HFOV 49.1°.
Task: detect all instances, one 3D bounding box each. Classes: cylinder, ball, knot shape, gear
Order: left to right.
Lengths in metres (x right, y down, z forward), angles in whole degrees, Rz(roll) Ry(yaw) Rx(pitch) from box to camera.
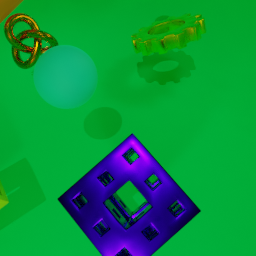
[{"bbox_3d":[-2.797,-2.891,5.667,1.203,1.203,1.203,19,60,14],"label":"cylinder"},{"bbox_3d":[-2.187,-1.801,6.118,1.139,1.066,0.526,30,25,-21],"label":"knot shape"},{"bbox_3d":[-1.049,-0.858,4.770,1.064,1.064,1.064,0,51,0],"label":"ball"},{"bbox_3d":[1.051,-2.508,7.439,1.933,0.358,1.933,-15,32,9],"label":"gear"}]

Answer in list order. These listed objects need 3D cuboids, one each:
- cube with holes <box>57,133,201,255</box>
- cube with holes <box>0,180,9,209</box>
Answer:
[{"bbox_3d":[0.043,1.008,4.003,1.251,1.251,1.251,-41,82,-1],"label":"cube with holes"},{"bbox_3d":[-2.886,1.015,4.584,1.064,1.064,1.064,-38,60,-2],"label":"cube with holes"}]
